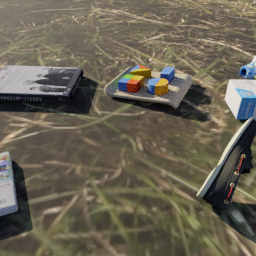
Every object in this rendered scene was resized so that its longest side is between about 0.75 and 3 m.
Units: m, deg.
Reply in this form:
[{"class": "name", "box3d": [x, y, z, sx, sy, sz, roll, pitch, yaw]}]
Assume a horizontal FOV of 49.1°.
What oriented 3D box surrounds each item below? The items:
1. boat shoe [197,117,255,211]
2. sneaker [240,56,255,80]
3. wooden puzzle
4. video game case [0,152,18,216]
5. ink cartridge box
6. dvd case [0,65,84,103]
[{"class": "boat shoe", "box3d": [2.128, 0.684, 5.552, 0.628, 0.733, 2.004, 31, 74, 17]}, {"class": "sneaker", "box3d": [4.715, -2.340, 10.624, 0.911, 0.657, 1.734, 7, 35, 11]}, {"class": "wooden puzzle", "box3d": [0.773, -1.607, 9.575, 2.487, 0.576, 2.304, 14, 36, 20]}, {"class": "video game case", "box3d": [-3.313, 1.283, 5.625, 1.938, 0.214, 1.764, -14, 37, -19]}, {"class": "ink cartridge box", "box3d": [4.201, -0.847, 8.305, 2.207, 0.749, 1.271, 1, 34, 1]}, {"class": "dvd case", "box3d": [-3.246, -1.572, 9.734, 2.993, 0.370, 2.250, 2, 34, 3]}]
